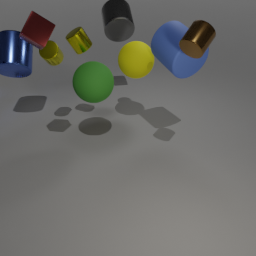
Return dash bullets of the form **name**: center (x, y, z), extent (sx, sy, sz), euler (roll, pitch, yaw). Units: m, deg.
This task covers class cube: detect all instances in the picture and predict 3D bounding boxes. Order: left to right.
- **cube**: center (-2.547, -2.704, 7.832), extent (0.700, 0.700, 0.700), euler (27, -4, -25)

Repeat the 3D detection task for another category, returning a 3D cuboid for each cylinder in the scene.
- **cylinder**: center (-4.518, -2.896, 11.103), extent (1.400, 1.400, 1.400), euler (-2, -12, 0)
- **cylinder**: center (-2.739, -2.672, 10.028), extent (0.700, 0.700, 0.700), euler (2, -7, 3)
- **cylinder**: center (-1.746, -3.120, 10.004), extent (0.700, 0.700, 0.700), euler (-22, 38, 19)
- **cylinder**: center (-0.478, -5.021, 13.080), extent (1.400, 1.400, 1.400), euler (-5, 60, -9)
- **cylinder**: center (1.686, -2.596, 9.283), extent (1.400, 1.400, 1.400), euler (-15, 49, -25)
- **cylinder**: center (1.800, -2.298, 7.277), extent (0.700, 0.700, 0.700), euler (26, 77, 38)

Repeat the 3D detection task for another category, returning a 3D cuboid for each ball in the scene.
- **ball**: center (-1.175, -1.551, 9.519), extent (1.400, 1.400, 1.400), euler (0, 30, 0)
- **ball**: center (0.311, -2.613, 10.769), extent (1.400, 1.400, 1.400), euler (0, 30, 0)
